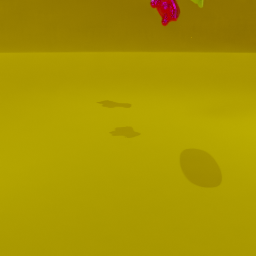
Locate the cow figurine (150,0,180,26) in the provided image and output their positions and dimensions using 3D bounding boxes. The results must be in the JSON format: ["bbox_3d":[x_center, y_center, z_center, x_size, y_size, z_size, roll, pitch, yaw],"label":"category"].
[{"bbox_3d":[1.285,-4.254,9.243,0.820,1.494,1.471,-16,29,39],"label":"cow figurine"}]

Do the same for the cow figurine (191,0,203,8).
[{"bbox_3d":[1.691,-3.043,5.829,1.018,0.559,1.002,-3,-22,28],"label":"cow figurine"}]
